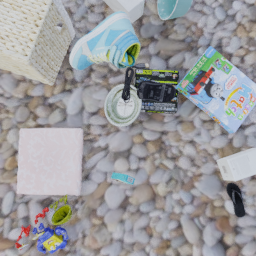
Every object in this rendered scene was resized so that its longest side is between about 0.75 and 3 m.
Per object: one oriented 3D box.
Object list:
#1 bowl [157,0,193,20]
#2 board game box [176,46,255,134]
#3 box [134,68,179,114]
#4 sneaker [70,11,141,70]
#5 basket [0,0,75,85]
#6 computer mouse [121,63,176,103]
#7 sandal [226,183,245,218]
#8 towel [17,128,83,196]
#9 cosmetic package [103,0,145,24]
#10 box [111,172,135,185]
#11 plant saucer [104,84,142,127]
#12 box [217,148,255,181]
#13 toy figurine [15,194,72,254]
[{"bbox_3d":[1.772,-4.671,10.102,0.815,1.558,1.558,-1,81,-21],"label":"bowl"},{"bbox_3d":[3.256,-1.346,9.877,2.536,0.464,1.918,40,80,-1],"label":"board game box"},{"bbox_3d":[0.998,-1.331,10.087,1.601,0.380,1.547,3,80,1],"label":"box"},{"bbox_3d":[-0.589,-1.904,7.388,2.088,0.830,1.363,-36,72,25],"label":"sneaker"},{"bbox_3d":[-3.626,-3.121,9.111,2.862,2.836,2.301,20,85,3],"label":"basket"},{"bbox_3d":[0.547,-1.189,7.320,1.461,0.336,1.026,-1,114,-11],"label":"computer mouse"},{"bbox_3d":[3.754,2.452,9.603,0.459,0.258,1.207,-18,82,-2],"label":"sandal"},{"bbox_3d":[-2.688,1.155,9.735,2.223,0.375,2.328,0,82,1],"label":"towel"},{"bbox_3d":[-0.344,-4.843,10.240,0.824,1.045,1.942,-43,86,-7],"label":"cosmetic package"},{"bbox_3d":[-0.153,1.449,8.060,0.319,0.774,0.190,31,70,-28],"label":"box"},{"bbox_3d":[-0.123,-0.773,9.826,1.509,0.379,1.509,-5,80,31],"label":"plant saucer"},{"bbox_3d":[3.894,1.193,9.364,1.412,1.075,0.751,-18,82,-2],"label":"box"},{"bbox_3d":[-2.408,3.438,9.287,2.193,1.157,1.314,-36,115,3],"label":"toy figurine"}]
